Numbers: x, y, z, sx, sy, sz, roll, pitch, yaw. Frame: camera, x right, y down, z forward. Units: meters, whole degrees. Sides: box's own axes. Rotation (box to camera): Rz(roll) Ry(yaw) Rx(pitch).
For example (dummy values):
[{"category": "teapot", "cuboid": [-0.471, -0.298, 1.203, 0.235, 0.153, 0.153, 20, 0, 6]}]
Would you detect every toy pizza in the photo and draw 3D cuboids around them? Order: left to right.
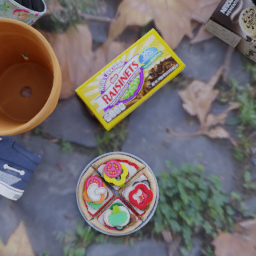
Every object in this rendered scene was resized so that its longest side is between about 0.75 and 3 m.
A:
[{"category": "toy pizza", "cuboid": [-0.295, 1.799, 7.677, 2.284, 0.362, 2.284, 0, 85, 0]}]

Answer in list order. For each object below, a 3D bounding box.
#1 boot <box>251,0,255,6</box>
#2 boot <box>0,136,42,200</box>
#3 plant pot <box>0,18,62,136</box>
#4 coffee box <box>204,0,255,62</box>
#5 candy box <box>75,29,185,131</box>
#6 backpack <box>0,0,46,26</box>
[{"category": "boot", "cuboid": [4.318, -4.205, 7.474, 2.680, 2.209, 0.880, -45, 128, -1]}, {"category": "boot", "cuboid": [-3.873, 0.633, 7.548, 2.956, 1.075, 1.335, 31, 77, -4]}, {"category": "plant pot", "cuboid": [-2.900, -1.078, 7.160, 2.697, 1.888, 2.697, 0, 84, 0]}, {"category": "coffee box", "cuboid": [3.313, -2.867, 7.869, 1.952, 0.779, 1.104, 34, 86, 3]}, {"category": "candy box", "cuboid": [0.065, -1.376, 7.947, 2.862, 0.378, 1.463, -39, 84, -3]}, {"category": "backpack", "cuboid": [-3.512, -3.717, 7.200, 1.995, 2.352, 2.650, -36, 90, 20]}]
